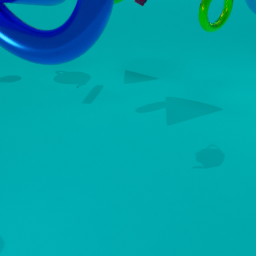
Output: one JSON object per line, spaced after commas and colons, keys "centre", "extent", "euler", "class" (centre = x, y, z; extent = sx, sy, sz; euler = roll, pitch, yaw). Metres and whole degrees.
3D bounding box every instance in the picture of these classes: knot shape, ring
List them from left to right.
{"centre": [-1.008, -1.348, 2.602], "extent": [1.882, 0.929, 2.011], "euler": [21, 57, 12], "class": "knot shape"}
{"centre": [2.129, -2.886, 6.764], "extent": [1.126, 1.126, 0.225], "euler": [-20, 40, -30], "class": "ring"}

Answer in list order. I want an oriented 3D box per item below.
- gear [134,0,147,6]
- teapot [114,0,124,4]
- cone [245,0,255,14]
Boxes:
{"centre": [0.617, -3.911, 7.232], "extent": [0.267, 1.443, 1.443], "euler": [28, 33, -4], "class": "gear"}
{"centre": [-0.446, -4.404, 8.458], "extent": [1.287, 1.013, 2.069], "euler": [-39, 45, -17], "class": "teapot"}
{"centre": [3.173, -3.164, 6.116], "extent": [1.611, 1.611, 1.617], "euler": [19, 33, 28], "class": "cone"}
